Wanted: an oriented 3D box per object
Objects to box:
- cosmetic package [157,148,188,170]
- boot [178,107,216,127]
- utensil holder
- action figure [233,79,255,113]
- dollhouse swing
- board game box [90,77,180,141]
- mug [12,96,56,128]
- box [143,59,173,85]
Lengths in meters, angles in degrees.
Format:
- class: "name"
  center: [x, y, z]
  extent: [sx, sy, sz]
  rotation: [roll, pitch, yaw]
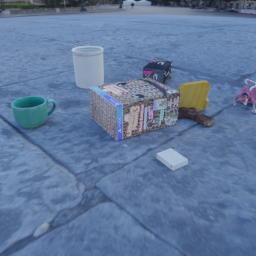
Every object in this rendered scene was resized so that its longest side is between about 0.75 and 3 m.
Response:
- class: "cosmetic package"
  center: [1.443, 1.015, 9.196]
  extent: [0.637, 0.218, 0.845]
  rotation: [-18, 33, -27]
- class: "boot"
  center: [2.763, -0.406, 11.682]
  extent: [1.316, 0.453, 1.412]
  rotation: [-15, 36, -23]
- class: "utensil holder"
  center: [-2.171, -3.380, 15.520]
  extent: [1.695, 1.994, 1.695]
  rotation: [0, 29, 0]
- class: "action figure"
  center: [5.585, -1.480, 12.882]
  extent: [1.155, 1.284, 1.725]
  rotation: [24, 22, 27]
- class: "dollhouse swing"
  center: [2.612, -1.560, 12.619]
  extent: [1.751, 1.539, 1.591]
  rotation: [-9, 30, -15]
- class: "board game box"
  center: [0.238, -0.914, 11.503]
  extent: [2.931, 1.419, 2.336]
  rotation: [-15, 32, -27]
- class: "mug"
  center: [-3.824, -0.605, 11.407]
  extent: [1.599, 0.989, 1.314]
  rotation: [2, 28, 3]
- class: "box"
  center: [1.724, -3.177, 16.109]
  extent: [1.233, 1.069, 2.016]
  rotation: [10, 31, 18]
